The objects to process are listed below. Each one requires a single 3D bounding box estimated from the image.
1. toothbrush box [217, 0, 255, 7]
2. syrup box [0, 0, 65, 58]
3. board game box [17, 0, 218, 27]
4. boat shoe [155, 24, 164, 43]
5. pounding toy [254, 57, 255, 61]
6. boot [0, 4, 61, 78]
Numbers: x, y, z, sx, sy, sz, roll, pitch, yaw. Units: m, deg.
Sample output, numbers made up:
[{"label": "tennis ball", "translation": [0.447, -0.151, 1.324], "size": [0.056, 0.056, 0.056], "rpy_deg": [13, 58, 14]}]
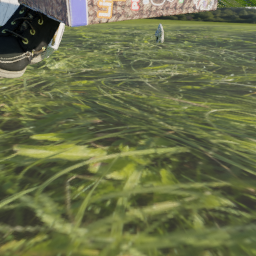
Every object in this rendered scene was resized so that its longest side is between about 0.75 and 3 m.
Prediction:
[{"label": "toothbrush box", "translation": [2.361, -3.044, 5.160], "size": [1.820, 1.076, 2.500], "rpy_deg": [3, 16, -45]}, {"label": "syrup box", "translation": [-3.120, -2.927, 7.501], "size": [2.592, 1.055, 1.021], "rpy_deg": [17, -10, -29]}, {"label": "board game box", "translation": [-0.174, -2.301, 3.906], "size": [2.390, 1.157, 1.905], "rpy_deg": [-19, 38, -30]}, {"label": "boat shoe", "translation": [1.202, -3.666, 10.913], "size": [0.302, 0.882, 0.318], "rpy_deg": [-15, 68, 0]}, {"label": "pounding toy", "translation": [2.507, -0.637, 4.254], "size": [1.077, 0.831, 1.170], "rpy_deg": [-1, 22, 27]}, {"label": "boot", "translation": [-1.684, -1.885, 4.757], "size": [0.845, 1.768, 2.341], "rpy_deg": [32, 22, -9]}]
